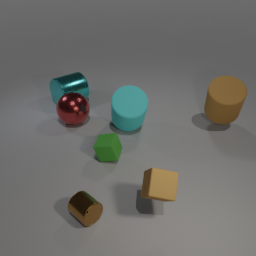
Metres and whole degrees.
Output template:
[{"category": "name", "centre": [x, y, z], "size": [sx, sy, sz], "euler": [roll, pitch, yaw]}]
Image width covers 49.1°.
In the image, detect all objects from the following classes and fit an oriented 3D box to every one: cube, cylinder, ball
[{"category": "cube", "centre": [-0.685, 0.672, 9.731], "size": [0.700, 0.700, 0.700], "euler": [-6, 36, 20]}, {"category": "cylinder", "centre": [0.032, -0.755, 11.161], "size": [1.400, 1.400, 1.400], "euler": [1, 68, -3]}, {"category": "cylinder", "centre": [-1.159, 2.177, 7.617], "size": [0.700, 0.700, 0.700], "euler": [27, 40, 36]}, {"category": "ball", "centre": [-2.320, -0.820, 11.854], "size": [1.400, 1.400, 1.400], "euler": [0, 31, 0]}, {"category": "cube", "centre": [0.787, 1.441, 7.060], "size": [0.700, 0.700, 0.700], "euler": [13, 72, -10]}, {"category": "cylinder", "centre": [3.779, -1.081, 10.983], "size": [1.400, 1.400, 1.400], "euler": [-3, 59, 6]}, {"category": "cylinder", "centre": [-2.826, -1.866, 13.530], "size": [1.400, 1.400, 1.400], "euler": [-26, 40, -35]}]
